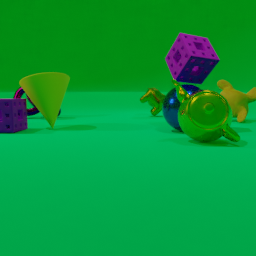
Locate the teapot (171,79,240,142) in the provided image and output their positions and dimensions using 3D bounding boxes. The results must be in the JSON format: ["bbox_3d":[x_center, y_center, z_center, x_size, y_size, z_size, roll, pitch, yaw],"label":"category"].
[{"bbox_3d":[1.531,-0.330,5.670,1.769,1.100,0.866,44,-5,14],"label":"teapot"}]

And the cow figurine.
[{"bbox_3d":[1.390,-1.131,11.102,1.462,1.486,0.816,-41,5,6],"label":"cow figurine"}]

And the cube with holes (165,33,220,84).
[{"bbox_3d":[1.651,-1.795,7.335,0.872,0.872,0.872,2,-36,-24],"label":"cube with holes"}]

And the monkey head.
[{"bbox_3d":[3.763,-0.958,9.487,1.048,1.739,1.251,15,-43,-45],"label":"monkey head"}]

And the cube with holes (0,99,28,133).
[{"bbox_3d":[-3.190,-0.344,7.267,0.826,0.826,0.826,0,7,5],"label":"cube with holes"}]

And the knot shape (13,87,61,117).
[{"bbox_3d":[-3.204,-1.007,10.428,1.787,1.672,0.826,-35,30,14],"label":"knot shape"}]

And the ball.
[{"bbox_3d":[1.487,-0.517,7.213,1.214,1.214,1.214,0,8,0],"label":"ball"}]

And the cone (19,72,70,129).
[{"bbox_3d":[-2.179,-0.650,7.714,1.358,1.363,1.358,-10,-5,-1],"label":"cone"}]
